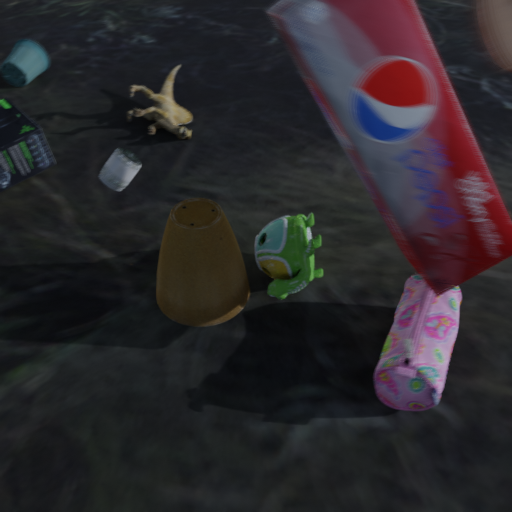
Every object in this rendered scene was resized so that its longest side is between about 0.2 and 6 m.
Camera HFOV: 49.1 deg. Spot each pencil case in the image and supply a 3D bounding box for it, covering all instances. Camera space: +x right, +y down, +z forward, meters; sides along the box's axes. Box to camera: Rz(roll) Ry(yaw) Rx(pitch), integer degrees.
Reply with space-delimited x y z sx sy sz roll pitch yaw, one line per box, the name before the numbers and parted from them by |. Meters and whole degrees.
pencil case | 2.309 1.161 7.893 0.930 0.930 2.128 17 43 18

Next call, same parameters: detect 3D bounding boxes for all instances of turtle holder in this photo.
turtle holder | 0.532 0.038 9.203 1.008 1.079 1.420 -7 79 14

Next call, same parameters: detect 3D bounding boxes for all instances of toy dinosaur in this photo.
toy dinosaur | -2.307 -3.576 13.525 1.506 0.867 2.977 2 47 -21

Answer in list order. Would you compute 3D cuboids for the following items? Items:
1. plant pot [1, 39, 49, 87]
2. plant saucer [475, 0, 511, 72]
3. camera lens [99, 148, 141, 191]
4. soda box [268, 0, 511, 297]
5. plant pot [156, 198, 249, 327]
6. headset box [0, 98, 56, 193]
plant pot | -6.244 -5.094 14.989 1.000 1.000 0.979 10 50 11
plant saucer | 3.538 -3.294 7.916 0.275 1.594 1.594 -11 23 50
camera lens | -2.109 -1.350 8.719 0.455 0.569 0.455 37 17 -13
soda box | 1.806 -1.559 7.120 1.324 4.175 1.462 -32 25 9
plant pot | -0.871 -0.025 8.680 1.528 1.640 1.528 0 40 0
headset box | -5.380 -2.196 11.473 2.011 0.933 1.751 -34 52 -23
